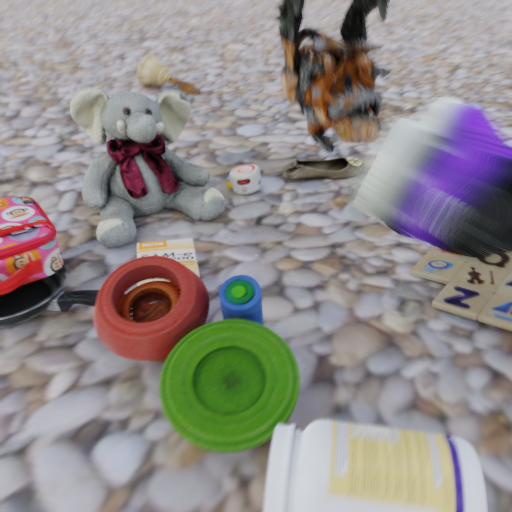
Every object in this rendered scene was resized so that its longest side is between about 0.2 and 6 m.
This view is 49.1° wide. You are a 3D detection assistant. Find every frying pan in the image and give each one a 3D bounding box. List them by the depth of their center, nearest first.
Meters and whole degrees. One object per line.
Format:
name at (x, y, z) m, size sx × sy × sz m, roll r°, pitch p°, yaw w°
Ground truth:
frying pan at (-2.877, 0.429, 7.676) m, size 2.731 × 0.445 × 1.652 m, roll -3°, pitch 32°, yaw -4°

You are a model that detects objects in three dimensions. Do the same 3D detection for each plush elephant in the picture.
plush elephant at (-1.985, -1.808, 9.587) m, size 2.262 × 2.126 × 2.746 m, roll -15°, pitch 36°, yaw -22°

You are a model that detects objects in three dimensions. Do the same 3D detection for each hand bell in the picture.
hand bell at (-2.357, -4.944, 15.820) m, size 1.826 × 0.951 × 0.951 m, roll 28°, pitch 41°, yaw 17°

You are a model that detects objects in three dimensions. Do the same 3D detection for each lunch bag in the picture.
lunch bag at (-3.731, -0.010, 7.571) m, size 2.008 × 0.823 × 1.768 m, roll -21°, pitch 40°, yaw -28°

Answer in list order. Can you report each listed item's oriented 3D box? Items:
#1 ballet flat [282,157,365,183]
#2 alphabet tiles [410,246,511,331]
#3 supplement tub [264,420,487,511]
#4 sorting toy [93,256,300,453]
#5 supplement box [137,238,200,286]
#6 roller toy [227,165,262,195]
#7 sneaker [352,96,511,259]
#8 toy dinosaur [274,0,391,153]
ballet flat at (1.353, -1.772, 11.119) m, size 1.728 × 0.400 × 0.582 m, roll -6°, pitch 34°, yaw -10°
alphabet tiles at (4.223, 0.079, 8.224) m, size 3.091 × 0.118 × 3.715 m, roll 16°, pitch 36°, yaw 36°
supplement tub at (0.918, 2.008, 4.615) m, size 1.625 × 1.182 × 1.182 m, roll 5°, pitch 34°, yaw 8°
sorting toy at (-0.591, 1.081, 6.364) m, size 1.679 × 1.147 × 2.794 m, roll -36°, pitch 58°, yaw -21°
supplement box at (-1.227, 0.316, 7.829) m, size 0.847 × 0.494 × 1.345 m, roll -6°, pitch 33°, yaw -10°
roller toy at (-0.199, -1.420, 10.553) m, size 0.623 × 0.435 × 0.568 m, roll -31°, pitch 36°, yaw -26°
sneaker at (2.374, -0.771, 6.168) m, size 1.729 × 1.209 × 3.477 m, roll 31°, pitch 32°, yaw 16°
toy dinosaur at (0.883, -2.891, 8.217) m, size 1.757 × 2.335 × 3.441 m, roll -18°, pitch 41°, yaw -34°
